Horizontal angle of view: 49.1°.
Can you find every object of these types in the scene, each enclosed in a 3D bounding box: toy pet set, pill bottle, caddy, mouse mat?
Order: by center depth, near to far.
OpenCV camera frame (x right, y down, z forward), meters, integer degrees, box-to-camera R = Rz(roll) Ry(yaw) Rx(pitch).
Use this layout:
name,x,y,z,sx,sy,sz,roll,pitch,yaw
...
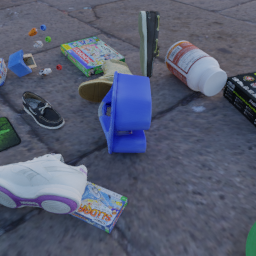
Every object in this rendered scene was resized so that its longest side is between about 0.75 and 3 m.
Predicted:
name,x,y,z,sx,sy,sz,roll,pitch,yaw
caddy,-0.169,-0.516,8.904,1.547,2.084,2.947,3,40,-3
mouse mat,-4.890,0.425,9.330,2.219,0.084,1.785,-26,47,-26
pill bottle,2.789,-2.454,11.606,1.472,1.472,2.625,-17,44,-19
toy pet set,-4.195,-3.125,12.059,1.892,2.026,1.076,-16,13,21

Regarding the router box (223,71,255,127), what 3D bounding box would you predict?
name,x,y,z,sx,sy,sz,roll,pitch,yaw
router box,5.302,-1.016,10.350,2.193,0.909,2.927,-12,42,-14

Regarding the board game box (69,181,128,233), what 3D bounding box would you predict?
name,x,y,z,sx,sy,sz,roll,pitch,yaw
board game box,-0.879,1.999,7.344,1.470,0.253,0.995,17,44,19

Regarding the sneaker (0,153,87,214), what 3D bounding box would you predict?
name,x,y,z,sx,sy,sz,roll,pitch,yaw
sneaker,-2.478,1.346,7.366,2.991,1.120,1.490,8,45,10

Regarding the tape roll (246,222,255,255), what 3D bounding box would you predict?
name,x,y,z,sx,sy,sz,roll,pitch,yaw
tape roll,3.742,2.755,5.616,2.533,0.609,2.533,-15,38,12

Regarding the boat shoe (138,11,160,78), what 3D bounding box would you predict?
name,x,y,z,sx,sy,sz,roll,pitch,yaw
boat shoe,0.942,-3.420,11.757,0.839,2.786,0.993,-8,26,-10

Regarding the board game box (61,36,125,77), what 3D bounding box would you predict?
name,x,y,z,sx,sy,sz,roll,pitch,yaw
board game box,-1.772,-3.583,13.714,2.015,0.436,2.994,-23,46,-25

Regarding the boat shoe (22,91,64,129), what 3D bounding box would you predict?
name,x,y,z,sx,sy,sz,roll,pitch,yaw
boat shoe,-3.125,-0.693,10.171,0.800,0.653,2.166,-32,50,-31

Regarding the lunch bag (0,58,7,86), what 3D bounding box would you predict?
name,x,y,z,sx,sy,sz,roll,pitch,yaw
lunch bag,-6.079,-2.400,12.182,1.396,0.658,1.742,-10,42,-8

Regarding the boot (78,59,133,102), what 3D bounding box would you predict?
name,x,y,z,sx,sy,sz,roll,pitch,yaw
boot,-0.922,-2.029,11.516,2.549,0.928,1.982,-12,42,-15
